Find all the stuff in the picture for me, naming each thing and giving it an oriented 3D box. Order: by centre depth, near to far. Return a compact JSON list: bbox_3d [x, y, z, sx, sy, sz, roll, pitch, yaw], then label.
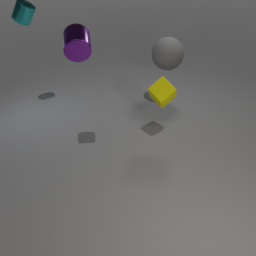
[{"bbox_3d":[-1.298,-2.168,7.152,0.700,0.700,0.700,-5,53,-8],"label":"cylinder"},{"bbox_3d":[1.207,-1.245,9.822,0.700,0.700,0.700,-41,75,-1],"label":"cube"},{"bbox_3d":[-3.894,-4.307,10.442,0.700,0.700,0.700,25,31,-17],"label":"cylinder"},{"bbox_3d":[1.723,-3.209,12.130,1.400,1.400,1.400,0,31,0],"label":"ball"}]
